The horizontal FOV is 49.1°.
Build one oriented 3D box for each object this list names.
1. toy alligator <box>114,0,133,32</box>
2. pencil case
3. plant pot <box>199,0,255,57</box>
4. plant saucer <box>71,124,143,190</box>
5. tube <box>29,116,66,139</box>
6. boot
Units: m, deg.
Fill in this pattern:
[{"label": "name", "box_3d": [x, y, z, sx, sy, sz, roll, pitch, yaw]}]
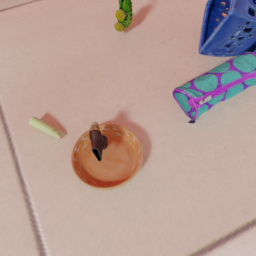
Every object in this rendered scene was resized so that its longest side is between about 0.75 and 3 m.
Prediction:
[{"label": "toy alligator", "box_3d": [-0.072, -4.249, 10.033, 0.552, 2.298, 0.762, 25, 68, 4]}, {"label": "pencil case", "box_3d": [2.877, -1.319, 8.798, 2.825, 1.202, 1.305, -28, 22, -10]}, {"label": "plant pot", "box_3d": [3.902, -3.724, 9.460, 2.084, 2.318, 2.318, 16, 72, -7]}, {"label": "plant saucer", "box_3d": [-0.587, 0.832, 8.077, 2.073, 0.388, 2.073, -2, 58, 3]}, {"label": "tube", "box_3d": [-2.465, 0.019, 8.563, 1.139, 0.296, 0.331, 25, 63, 1]}, {"label": "boot", "box_3d": [-0.806, 0.514, 7.619, 0.423, 1.168, 0.972, -10, 50, 6]}]
